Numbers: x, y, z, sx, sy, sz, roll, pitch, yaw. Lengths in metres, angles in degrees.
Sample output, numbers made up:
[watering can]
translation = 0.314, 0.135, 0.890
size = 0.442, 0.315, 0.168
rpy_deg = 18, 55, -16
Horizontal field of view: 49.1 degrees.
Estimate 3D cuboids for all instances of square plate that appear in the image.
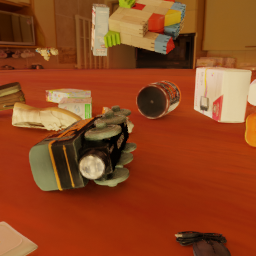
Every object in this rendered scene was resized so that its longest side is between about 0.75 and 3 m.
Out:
[square plate]
translation = -1.657, 1.419, 3.321
size = 0.823, 0.118, 0.831
rpy_deg = 12, 19, 38

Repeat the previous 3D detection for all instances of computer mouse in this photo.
[computer mouse]
translation = 0.905, 1.404, 3.118
size = 0.639, 0.243, 0.923
rpy_deg = 1, 15, 0

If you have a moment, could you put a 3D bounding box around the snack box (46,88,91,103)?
[snack box]
translation = -2.957, -1.596, 13.906
size = 1.728, 0.585, 1.457
rpy_deg = 12, 18, 34

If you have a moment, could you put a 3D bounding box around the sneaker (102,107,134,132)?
[sneaker]
translation = -0.349, -0.181, 8.651
size = 0.800, 0.658, 1.739
rpy_deg = 3, 21, -19

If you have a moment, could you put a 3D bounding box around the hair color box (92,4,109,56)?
[hair color box]
translation = -0.930, -3.236, 9.252
size = 0.458, 1.510, 0.747
rpy_deg = -2, 31, -13

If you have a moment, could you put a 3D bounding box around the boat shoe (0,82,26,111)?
[boat shoe]
translation = -5.282, -0.840, 10.391
size = 2.852, 0.970, 1.026
rpy_deg = -16, 28, -10

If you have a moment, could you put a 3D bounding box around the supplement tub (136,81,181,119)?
[supplement tub]
translation = 1.323, -1.187, 10.961
size = 1.285, 1.285, 2.404
rpy_deg = 7, 16, 24

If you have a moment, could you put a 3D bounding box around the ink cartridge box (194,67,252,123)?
[ink cartridge box]
translation = 3.408, -1.327, 10.469
size = 1.048, 1.807, 2.448
rpy_deg = -1, 14, -9

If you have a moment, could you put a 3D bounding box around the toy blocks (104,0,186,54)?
[toy blocks]
translation = 0.725, -3.012, 7.637
size = 1.771, 1.295, 2.591
rpy_deg = 19, 56, 18

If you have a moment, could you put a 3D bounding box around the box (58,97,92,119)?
[box]
translation = -1.958, -0.751, 10.598
size = 1.178, 0.645, 1.335
rpy_deg = 0, 16, -6

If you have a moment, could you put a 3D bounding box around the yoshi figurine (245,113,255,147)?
[yoshi figurine]
translation = 4.172, 0.262, 6.050
size = 1.675, 1.681, 2.991
rpy_deg = 37, -14, -19

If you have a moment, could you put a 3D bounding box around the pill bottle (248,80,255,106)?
[pill bottle]
translation = 6.235, -1.639, 12.633
size = 1.316, 1.316, 2.349
rpy_deg = 13, 20, 41

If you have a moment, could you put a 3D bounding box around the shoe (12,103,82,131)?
[shoe]
translation = -2.516, -0.214, 8.659
size = 2.633, 0.703, 0.921
rpy_deg = 10, -21, 24

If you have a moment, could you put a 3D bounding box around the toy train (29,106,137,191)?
[toy train]
translation = -0.744, 0.321, 5.656
size = 1.607, 1.202, 2.820
rpy_deg = -7, 14, 9

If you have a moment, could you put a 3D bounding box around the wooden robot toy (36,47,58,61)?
[wooden robot toy]
translation = -3.040, -2.808, 10.672
size = 1.010, 0.458, 0.445
rpy_deg = 8, 36, 21
